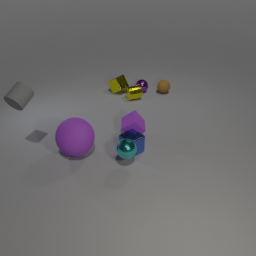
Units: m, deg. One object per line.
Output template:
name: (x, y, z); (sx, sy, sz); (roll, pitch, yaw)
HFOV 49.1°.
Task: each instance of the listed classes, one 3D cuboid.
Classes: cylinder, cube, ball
cylinder: (0.301, -1.828, 14.431); (0.700, 0.700, 0.700); (-12, 33, -18)
cylinder: (-3.582, -1.051, 9.232); (0.700, 0.700, 0.700); (15, 61, 24)
cube: (0.214, -0.139, 11.195); (0.700, 0.700, 0.700); (-29, 37, 23)
ball: (-1.901, 0.315, 10.081); (1.400, 1.400, 1.400); (0, 31, 0)
ball: (-0.049, 0.704, 9.524); (0.700, 0.700, 0.700); (0, 31, 0)
ball: (1.919, -2.243, 15.057); (0.700, 0.700, 0.700); (0, 31, 0)
ball: (0.751, -2.283, 15.177); (0.700, 0.700, 0.700); (0, 31, 0)
cube: (0.146, 0.566, 10.481); (0.700, 0.700, 0.700); (-25, 39, -35)
cube: (-0.520, -2.360, 15.062); (0.700, 0.700, 0.700); (-17, 13, 45)
